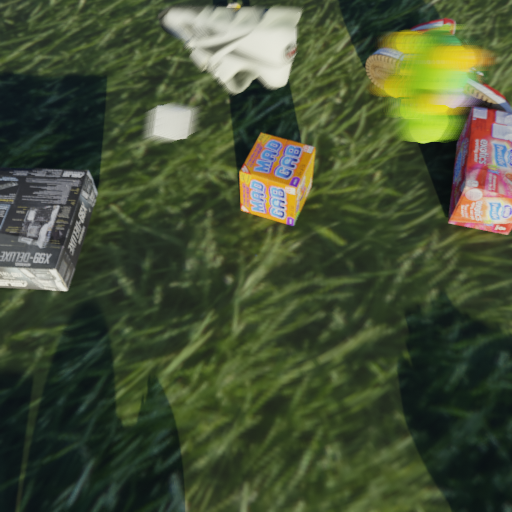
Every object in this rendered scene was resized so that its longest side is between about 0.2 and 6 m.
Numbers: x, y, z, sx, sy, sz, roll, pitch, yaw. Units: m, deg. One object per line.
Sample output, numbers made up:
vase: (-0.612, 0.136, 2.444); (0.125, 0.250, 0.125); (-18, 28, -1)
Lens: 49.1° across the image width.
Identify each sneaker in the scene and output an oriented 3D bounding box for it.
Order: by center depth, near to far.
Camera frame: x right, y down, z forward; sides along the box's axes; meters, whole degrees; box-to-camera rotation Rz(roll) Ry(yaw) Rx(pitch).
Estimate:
sneaker: (-0.598, -3.370, 9.114); (1.095, 1.308, 2.956); (-19, 33, -39)
sneaker: (4.391, -4.085, 12.435); (3.455, 1.231, 1.943); (36, 66, 25)

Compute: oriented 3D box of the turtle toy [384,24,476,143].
turtle toy: (2.469, -2.386, 7.875); (0.824, 1.631, 1.188); (-6, 33, -26)

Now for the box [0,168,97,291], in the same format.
box: (-4.662, -0.575, 10.255); (2.953, 0.735, 2.328); (2, 55, 2)

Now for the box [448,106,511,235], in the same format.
box: (4.499, -1.673, 10.806); (1.147, 1.099, 2.302); (13, 56, 9)

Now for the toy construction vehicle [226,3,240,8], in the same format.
toy construction vehicle: (-0.533, -5.983, 14.273); (0.979, 0.396, 1.124); (34, 61, 21)

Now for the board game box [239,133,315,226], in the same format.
board game box: (0.403, -1.452, 10.650); (1.101, 1.101, 1.102); (18, 57, 12)

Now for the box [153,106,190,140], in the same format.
box: (-1.102, -1.753, 7.361); (0.329, 0.385, 0.383); (16, 17, 11)
